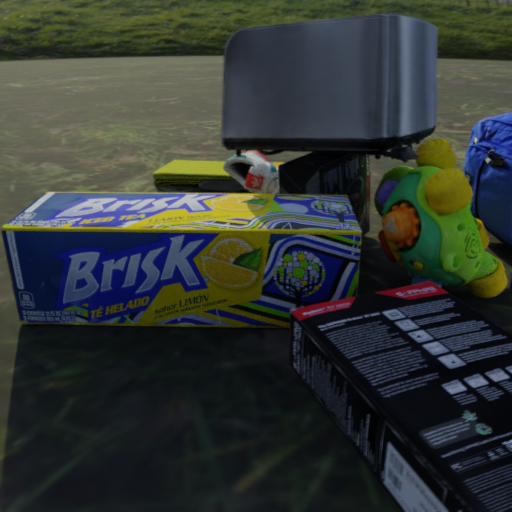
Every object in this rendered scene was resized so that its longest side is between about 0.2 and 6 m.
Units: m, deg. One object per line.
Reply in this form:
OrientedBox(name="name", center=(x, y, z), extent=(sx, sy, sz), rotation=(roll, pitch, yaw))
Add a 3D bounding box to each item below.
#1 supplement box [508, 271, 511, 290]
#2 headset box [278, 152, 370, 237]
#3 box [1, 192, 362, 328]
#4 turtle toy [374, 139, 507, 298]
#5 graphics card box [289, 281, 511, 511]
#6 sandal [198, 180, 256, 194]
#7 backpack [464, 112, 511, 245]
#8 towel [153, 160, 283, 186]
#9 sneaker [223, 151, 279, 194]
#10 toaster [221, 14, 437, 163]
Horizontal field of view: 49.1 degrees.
OrientedBox(name="supplement box", center=(4.071, 0.501, 7.841), extent=(0.524, 0.293, 0.963), rotation=(-5, 24, -12))
OrientedBox(name="headset box", center=(1.254, -0.947, 9.387), extent=(0.799, 1.583, 2.130), rotation=(8, 24, 31))
OrientedBox(name="box", center=(-0.902, 0.007, 7.582), extent=(4.398, 1.414, 1.541), rotation=(0, 24, 2))
OrientedBox(name="turtle toy", center=(2.507, -0.553, 8.273), extent=(1.407, 2.028, 2.783), rotation=(-24, 27, 20))
OrientedBox(name="graphics card box", center=(1.823, 1.350, 5.329), extent=(1.979, 0.802, 3.155), rotation=(-9, 24, -21))
OrientedBox(name="sandal", center=(0.062, -1.442, 11.823), extent=(2.662, 0.570, 1.012), rotation=(4, 24, 8))
OrientedBox(name="backpack", center=(4.763, -1.406, 9.644), extent=(2.395, 2.320, 2.855), rotation=(-7, 26, -9))
OrientedBox(name="towel", center=(-0.150, -1.914, 13.238), extent=(4.242, 0.383, 1.826), rotation=(3, 19, 10))
OrientedBox(name="sneaker", center=(0.304, -1.299, 10.689), extent=(2.219, 0.781, 1.037), rotation=(35, 28, 23))
OrientedBox(name="toaster", center=(1.282, -2.462, 8.383), extent=(3.022, 1.793, 2.732), rotation=(7, 19, 29))
